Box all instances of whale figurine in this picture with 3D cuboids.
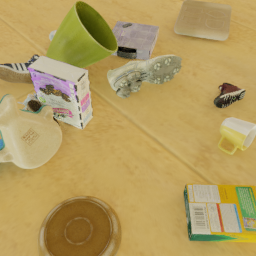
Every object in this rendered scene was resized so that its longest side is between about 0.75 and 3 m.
[{"bbox_3d":[-2.680,0.026,7.004,1.183,2.280,1.814,32,75,33],"label":"whale figurine"}]

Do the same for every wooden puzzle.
[{"bbox_3d":[3.301,-4.658,12.278,2.245,0.561,2.424,12,54,11],"label":"wooden puzzle"}]

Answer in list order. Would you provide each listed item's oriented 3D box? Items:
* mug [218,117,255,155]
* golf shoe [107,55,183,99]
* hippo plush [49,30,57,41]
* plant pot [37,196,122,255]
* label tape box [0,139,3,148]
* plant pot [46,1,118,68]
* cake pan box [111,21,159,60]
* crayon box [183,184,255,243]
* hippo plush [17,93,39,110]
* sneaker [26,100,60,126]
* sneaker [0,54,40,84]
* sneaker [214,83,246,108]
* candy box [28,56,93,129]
[{"bbox_3d":[3.020,0.140,7.910,1.010,0.809,0.829,-31,48,-32],"label":"mug"},{"bbox_3d":[0.553,-2.077,9.704,2.727,1.068,1.326,-21,46,-19],"label":"golf shoe"},{"bbox_3d":[-2.634,-3.690,11.125,1.189,0.947,0.956,-27,55,-21],"label":"hippo plush"},{"bbox_3d":[-1.095,2.342,6.300,1.911,0.263,1.911,0,49,0],"label":"plant pot"},{"bbox_3d":[-3.998,0.809,7.510,1.390,0.440,1.003,-2,49,-4],"label":"label tape box"},{"bbox_3d":[-1.759,-2.805,9.568,2.091,1.957,1.957,-32,42,27],"label":"plant pot"},{"bbox_3d":[0.189,-3.550,11.297,1.835,0.521,1.992,9,49,11],"label":"cake pan box"},{"bbox_3d":[2.330,1.953,6.475,1.930,0.498,1.214,1,49,2],"label":"crayon box"},{"bbox_3d":[-2.963,-0.827,8.987,0.771,0.614,0.620,-23,14,36],"label":"hippo plush"},{"bbox_3d":[-2.524,-0.191,8.416,0.510,0.547,1.448,-30,77,-35],"label":"sneaker"},{"bbox_3d":[-3.755,-2.144,9.937,1.890,0.662,1.025,9,54,-2],"label":"sneaker"},{"bbox_3d":[3.144,-1.119,9.233,1.357,0.513,0.784,-17,45,-28],"label":"sneaker"},{"bbox_3d":[-1.887,-0.991,8.160,1.536,1.832,0.655,20,51,16],"label":"candy box"}]
